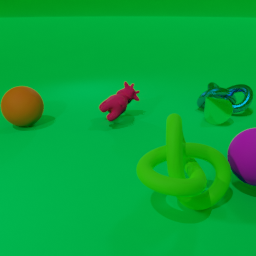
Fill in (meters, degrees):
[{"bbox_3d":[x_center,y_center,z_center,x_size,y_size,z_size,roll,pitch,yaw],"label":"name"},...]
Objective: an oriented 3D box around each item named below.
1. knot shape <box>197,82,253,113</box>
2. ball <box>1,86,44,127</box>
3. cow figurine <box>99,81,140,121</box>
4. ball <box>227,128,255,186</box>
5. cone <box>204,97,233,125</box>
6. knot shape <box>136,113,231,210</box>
[{"bbox_3d":[3.520,-1.105,9.970,1.758,0.868,1.879,12,23,38],"label":"knot shape"},{"bbox_3d":[-3.241,-0.661,8.636,1.242,1.242,1.242,0,24,0],"label":"ball"},{"bbox_3d":[-0.215,-0.866,8.943,1.439,0.803,1.462,-38,10,-3],"label":"cow figurine"},{"bbox_3d":[2.578,0.570,5.547,1.154,1.154,1.154,0,24,0],"label":"ball"},{"bbox_3d":[2.616,-0.730,8.682,0.953,0.953,0.957,27,-5,46],"label":"cone"},{"bbox_3d":[0.936,0.694,5.010,1.728,0.853,1.847,-20,74,-46],"label":"knot shape"}]
